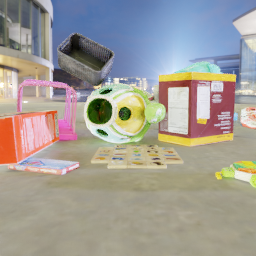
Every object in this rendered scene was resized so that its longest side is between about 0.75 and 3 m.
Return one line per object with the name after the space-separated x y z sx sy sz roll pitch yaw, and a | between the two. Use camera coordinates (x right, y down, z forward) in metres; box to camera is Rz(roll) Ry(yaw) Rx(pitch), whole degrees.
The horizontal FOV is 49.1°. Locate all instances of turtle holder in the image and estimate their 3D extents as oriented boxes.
-0.170 -0.299 7.530 2.229 1.694 1.583 34 14 25 | turtle holder

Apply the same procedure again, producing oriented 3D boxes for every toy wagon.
2.039 0.724 4.561 1.168 0.231 0.906 1 7 8 | toy wagon

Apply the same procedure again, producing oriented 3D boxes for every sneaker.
5.216 -0.436 11.652 0.530 0.850 1.586 -1 7 -8 | sneaker

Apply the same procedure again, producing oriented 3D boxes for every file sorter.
-2.691 -0.707 9.175 1.779 1.605 2.560 3 11 -20 | file sorter

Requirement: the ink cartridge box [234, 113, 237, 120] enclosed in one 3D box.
5.312 -0.639 15.363 1.122 0.381 0.651 -1 7 -11 | ink cartridge box

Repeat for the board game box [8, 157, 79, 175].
-1.573 0.702 5.242 1.166 0.113 0.600 3 6 21 | board game box

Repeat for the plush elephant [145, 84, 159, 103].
0.840 -1.225 14.716 1.730 1.840 2.235 18 -15 26 | plush elephant

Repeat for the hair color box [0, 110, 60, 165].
-2.651 0.117 6.316 1.504 0.907 2.962 -4 5 0 | hair color box

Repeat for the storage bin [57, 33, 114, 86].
-1.135 -1.838 7.529 1.328 0.898 0.623 28 -32 6 | storage bin

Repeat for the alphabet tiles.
0.191 0.598 6.319 1.858 0.071 2.233 1 7 1 | alphabet tiles

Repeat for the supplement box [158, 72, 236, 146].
2.026 -0.589 8.246 1.923 1.949 1.294 -5 8 -35 | supplement box

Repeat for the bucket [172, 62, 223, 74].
3.301 -1.713 13.966 3.027 3.027 1.969 6 20 42 | bucket
